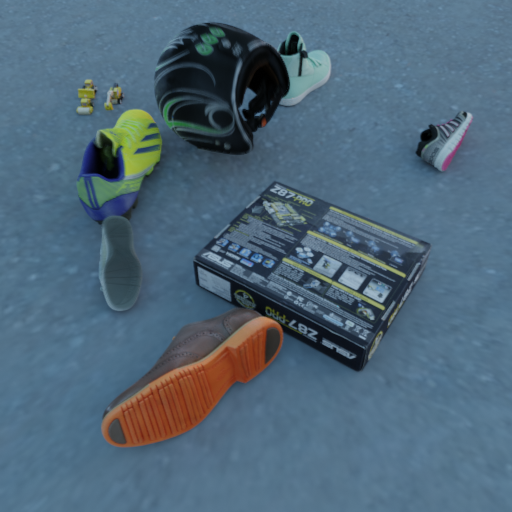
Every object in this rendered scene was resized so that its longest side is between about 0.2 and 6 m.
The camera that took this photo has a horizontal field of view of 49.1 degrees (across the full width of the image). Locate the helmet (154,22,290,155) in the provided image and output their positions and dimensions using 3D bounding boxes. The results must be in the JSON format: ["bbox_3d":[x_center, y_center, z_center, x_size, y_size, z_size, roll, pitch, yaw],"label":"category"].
[{"bbox_3d":[-0.805,-3.225,10.863,2.357,2.472,2.472,17,47,31],"label":"helmet"}]

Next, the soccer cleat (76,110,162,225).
[{"bbox_3d":[-2.515,-1.992,10.505,1.051,1.359,3.250,-3,45,9],"label":"soccer cleat"}]

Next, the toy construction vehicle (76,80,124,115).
[{"bbox_3d":[-3.635,-3.702,12.874,1.015,0.410,1.165,3,46,3],"label":"toy construction vehicle"}]

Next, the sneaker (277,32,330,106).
[{"bbox_3d":[1.174,-4.649,13.111,0.869,1.392,2.360,19,48,20],"label":"sneaker"}]

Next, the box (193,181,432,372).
[{"bbox_3d":[0.895,0.139,8.925,3.011,0.739,2.427,25,52,22],"label":"box"}]

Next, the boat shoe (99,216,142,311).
[{"bbox_3d":[-2.233,0.161,9.046,0.628,0.547,1.705,-2,58,-24],"label":"boat shoe"}]

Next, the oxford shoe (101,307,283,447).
[{"bbox_3d":[-0.933,1.556,7.552,2.727,0.972,0.994,-26,37,-32],"label":"oxford shoe"}]

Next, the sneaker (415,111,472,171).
[{"bbox_3d":[3.829,-2.485,11.507,0.794,0.670,1.816,28,56,16],"label":"sneaker"}]
